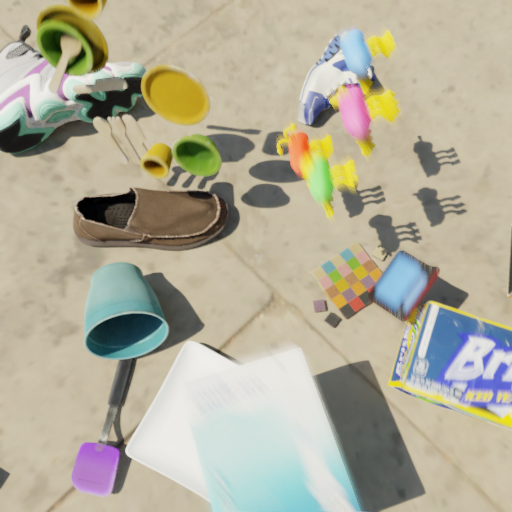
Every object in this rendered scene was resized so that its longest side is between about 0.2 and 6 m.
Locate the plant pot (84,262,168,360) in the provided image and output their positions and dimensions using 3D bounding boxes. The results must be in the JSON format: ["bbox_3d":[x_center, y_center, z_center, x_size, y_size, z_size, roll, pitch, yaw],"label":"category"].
[{"bbox_3d":[-2.365,0.890,9.830,1.404,1.404,1.319,-17,52,-6],"label":"plant pot"}]

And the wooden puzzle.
[{"bbox_3d":[1.779,0.466,10.586,1.871,0.131,1.110,-32,73,-11],"label":"wooden puzzle"}]

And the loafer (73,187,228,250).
[{"bbox_3d":[-2.022,-0.722,10.515,3.005,1.067,1.097,-7,70,-2],"label":"loafer"}]

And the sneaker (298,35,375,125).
[{"bbox_3d":[1.774,-3.623,11.689,1.217,0.852,2.108,25,71,11],"label":"sneaker"}]

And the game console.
[{"bbox_3d":[2.343,0.455,8.975,0.594,0.863,1.001,34,92,3],"label":"game console"}]

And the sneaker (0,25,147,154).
[{"bbox_3d":[-4.150,-3.818,11.487,3.491,1.357,2.442,-22,72,-8],"label":"sneaker"}]

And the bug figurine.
[{"bbox_3d":[1.140,-1.960,8.359,0.705,2.739,2.124,12,43,-19],"label":"bug figurine"}]

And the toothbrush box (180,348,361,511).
[{"bbox_3d":[0.133,2.711,7.597,1.778,1.036,2.428,-16,69,-11],"label":"toothbrush box"}]

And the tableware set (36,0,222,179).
[{"bbox_3d":[-1.951,-2.510,8.539,2.406,3.572,0.548,2,52,22],"label":"tableware set"}]

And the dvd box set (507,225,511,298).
[{"bbox_3d":[5.884,0.234,10.573,2.094,0.308,1.532,12,71,4],"label":"dvd box set"}]

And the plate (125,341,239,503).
[{"bbox_3d":[-0.743,2.883,9.591,2.190,0.355,2.194,25,72,10],"label":"plate"}]

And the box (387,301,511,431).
[{"bbox_3d":[4.569,2.191,9.181,4.415,1.419,1.547,19,80,6],"label":"box"}]

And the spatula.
[{"bbox_3d":[-2.510,2.758,9.606,0.700,0.254,2.477,14,62,-7],"label":"spatula"}]
